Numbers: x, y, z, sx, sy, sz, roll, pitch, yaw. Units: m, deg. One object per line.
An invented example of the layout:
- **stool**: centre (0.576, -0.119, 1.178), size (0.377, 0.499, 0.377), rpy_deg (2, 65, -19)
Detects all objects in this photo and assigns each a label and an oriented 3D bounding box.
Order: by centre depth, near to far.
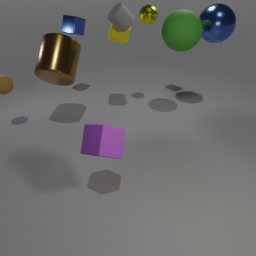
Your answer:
- **cube**: centre (-0.575, 0.310, 6.476), size (0.700, 0.700, 0.700), rpy_deg (2, -8, 44)
- **cylinder**: centre (-0.232, -3.815, 9.676), size (0.700, 0.700, 0.700), rpy_deg (35, 11, -33)
- **ball**: centre (1.889, -3.401, 9.814), size (1.400, 1.400, 1.400), rpy_deg (0, 29, 0)
- **cylinder**: centre (-2.491, -2.406, 9.986), size (1.400, 1.400, 1.400), rpy_deg (8, -12, 2)
- **ball**: centre (-4.476, -1.552, 10.029), size (0.700, 0.700, 0.700), rpy_deg (0, 29, 0)
- **ball**: centre (0.771, -4.222, 10.435), size (0.700, 0.700, 0.700), rpy_deg (0, 29, 0)
- **ball**: centre (3.321, -3.917, 10.528), size (1.400, 1.400, 1.400), rpy_deg (0, 29, 0)
- **cube**: centre (-0.324, -3.703, 10.728), size (0.700, 0.700, 0.700), rpy_deg (12, 6, -15)
- **cube**: centre (-2.339, -4.411, 12.053), size (0.700, 0.700, 0.700), rpy_deg (18, 17, 25)
